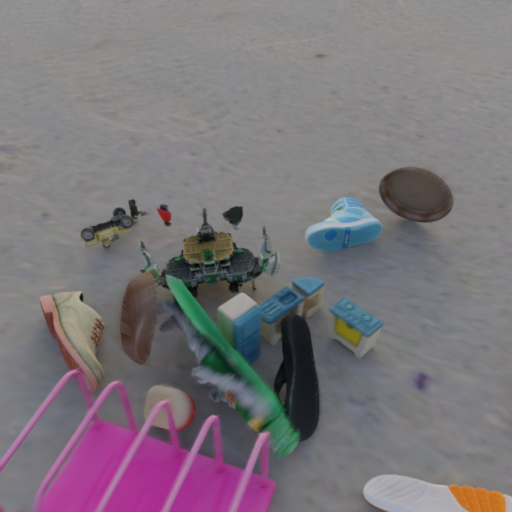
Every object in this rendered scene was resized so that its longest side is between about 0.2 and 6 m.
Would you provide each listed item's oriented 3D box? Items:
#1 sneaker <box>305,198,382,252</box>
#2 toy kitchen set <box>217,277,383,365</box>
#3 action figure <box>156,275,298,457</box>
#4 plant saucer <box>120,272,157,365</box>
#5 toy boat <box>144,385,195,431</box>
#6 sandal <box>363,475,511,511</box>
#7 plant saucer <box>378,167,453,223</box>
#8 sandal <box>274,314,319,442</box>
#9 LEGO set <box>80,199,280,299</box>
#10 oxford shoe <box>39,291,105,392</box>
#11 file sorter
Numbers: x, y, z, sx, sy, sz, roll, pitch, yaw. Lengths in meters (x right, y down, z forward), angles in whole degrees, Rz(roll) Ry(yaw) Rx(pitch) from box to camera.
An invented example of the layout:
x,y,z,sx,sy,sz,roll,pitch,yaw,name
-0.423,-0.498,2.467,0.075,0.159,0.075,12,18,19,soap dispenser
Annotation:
x,y,z,sx,sy,sz,roll,pitch,yaw,name
1.567,-0.671,11.176,1.629,0.648,1.064,-7,43,-21,sneaker
0.706,1.136,8.689,2.046,1.205,1.639,-33,51,-31,toy kitchen set
-0.431,1.667,7.901,0.773,1.670,2.827,-39,59,-15,action figure
-1.804,0.922,8.429,0.241,1.401,1.401,7,37,-26,plant saucer
-1.151,2.165,7.950,0.869,0.568,0.567,-3,74,46,toy boat
2.365,3.235,6.864,2.099,0.602,0.804,2,16,34,sandal
3.191,-1.250,11.160,1.482,1.482,0.238,18,56,19,plant saucer
0.563,1.813,8.313,0.455,0.715,1.902,-26,49,35,sandal
-1.273,0.005,10.351,2.672,1.166,4.115,-27,35,-30,LEGO set
-2.783,1.226,8.935,0.807,0.774,2.187,-21,46,-25,oxford shoe
-1.344,2.719,6.535,2.716,1.703,1.887,14,44,15,file sorter
